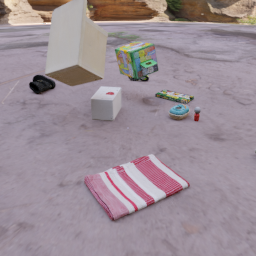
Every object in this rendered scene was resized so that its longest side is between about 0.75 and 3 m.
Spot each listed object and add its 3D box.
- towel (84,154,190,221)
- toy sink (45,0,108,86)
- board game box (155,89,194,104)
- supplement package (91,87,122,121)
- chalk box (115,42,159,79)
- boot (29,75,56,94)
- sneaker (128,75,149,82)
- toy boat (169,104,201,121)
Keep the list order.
[{"bbox_3d":[0.234,1.553,8.027,2.542,0.289,1.831,-15,31,-28],"label":"towel"},{"bbox_3d":[-1.892,-3.191,10.734,1.776,2.725,1.527,-7,-15,35],"label":"toy sink"},{"bbox_3d":[2.397,-1.633,14.438,1.774,0.208,0.929,18,34,32],"label":"board game box"},{"bbox_3d":[-0.937,-1.120,12.519,1.009,0.997,1.665,5,27,9],"label":"supplement package"},{"bbox_3d":[0.512,-3.203,13.211,1.327,1.320,2.132,-25,28,-21],"label":"chalk box"},{"bbox_3d":[-5.034,-2.453,15.542,1.711,0.644,1.280,17,32,29],"label":"boot"},{"bbox_3d":[0.644,-3.106,17.143,1.302,0.481,0.527,10,21,3],"label":"sneaker"},{"bbox_3d":[2.508,-0.731,12.166,1.336,0.621,1.123,17,31,31],"label":"toy boat"}]
